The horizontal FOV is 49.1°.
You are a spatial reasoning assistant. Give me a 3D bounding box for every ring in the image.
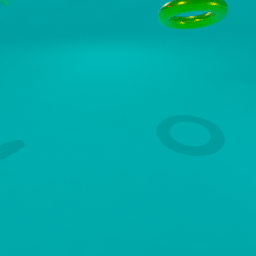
[{"bbox_3d":[1.600,-2.845,6.991,1.715,0.343,1.715,-2,3,0],"label":"ring"}]

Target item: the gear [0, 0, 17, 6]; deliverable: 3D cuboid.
[{"bbox_3d":[-2.926,-3.303,6.238,1.078,1.078,0.199,-23,39,-32],"label":"gear"}]
